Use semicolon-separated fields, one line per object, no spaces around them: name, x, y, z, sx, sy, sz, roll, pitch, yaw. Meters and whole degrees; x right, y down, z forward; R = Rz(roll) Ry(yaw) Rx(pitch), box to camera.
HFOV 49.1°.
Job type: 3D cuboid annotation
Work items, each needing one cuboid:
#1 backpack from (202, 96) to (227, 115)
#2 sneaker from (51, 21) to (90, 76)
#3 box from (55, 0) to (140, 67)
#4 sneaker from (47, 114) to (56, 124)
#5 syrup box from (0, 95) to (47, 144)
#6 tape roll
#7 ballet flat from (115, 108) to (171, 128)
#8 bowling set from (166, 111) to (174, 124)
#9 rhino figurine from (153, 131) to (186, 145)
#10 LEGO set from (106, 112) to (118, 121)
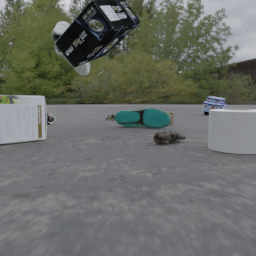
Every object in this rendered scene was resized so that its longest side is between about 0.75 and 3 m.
backpack;5.594;-1.402;18.158;1.643;1.266;1.565;7;19;30
sneaker;-2.111;-2.639;9.918;0.793;2.035;1.011;-14;31;30
box;-0.840;-2.897;8.437;1.759;0.925;2.148;-34;7;31
sneaker;-3.508;-0.385;11.556;0.499;0.493;1.256;-3;2;28
syrup box;-3.514;-0.200;6.587;2.914;1.186;1.147;-6;10;-41
tape roll;2.347;0.031;5.966;1.234;0.847;1.234;1;6;0
ballet flat;0.601;-0.364;10.481;2.146;0.723;0.755;3;-2;20
bowling set;1.412;-0.403;11.475;0.709;0.547;1.018;4;7;28
rhino figurine;1.037;0.221;6.809;1.011;0.302;0.442;-3;7;-39
LEGO set;-0.702;-0.482;13.893;0.755;0.329;1.163;2;19;35
